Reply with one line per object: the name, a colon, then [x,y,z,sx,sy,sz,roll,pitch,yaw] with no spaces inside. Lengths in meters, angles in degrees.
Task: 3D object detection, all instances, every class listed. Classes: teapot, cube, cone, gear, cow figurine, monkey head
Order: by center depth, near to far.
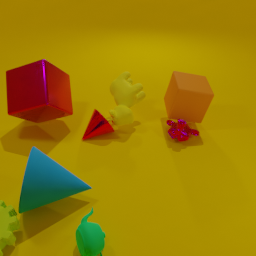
teapot: [-0.683,2.047,5.278,0.519,0.659,1.059,-7,70,-29]
gear: [-2.851,2.047,5.493,1.353,0.250,1.353,-5,38,4]
cone: [-1.483,1.217,6.114,1.415,1.410,1.410,11,34,-13]
monkey head: [1.528,-0.004,7.999,1.045,0.752,0.630,23,37,18]
cube: [-2.546,-1.004,8.146,1.324,1.324,1.324,-12,77,17]
cone: [-1.018,0.066,8.184,0.903,0.899,0.899,-42,48,-8]
cube: [1.770,-0.924,8.364,1.056,1.056,1.056,8,39,-9]
cow figurine: [-0.198,-0.834,8.519,1.500,0.837,1.525,-37,60,-7]
